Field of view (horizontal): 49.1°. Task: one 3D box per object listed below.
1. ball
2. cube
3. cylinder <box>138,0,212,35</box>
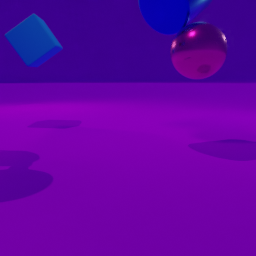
[{"bbox_3d":[1.391,-1.521,5.553,1.096,1.096,1.096,0,10,0],"label":"ball"},{"bbox_3d":[-2.855,-2.641,8.640,1.092,1.092,1.092,-34,11,4],"label":"cube"},{"bbox_3d":[1.037,-2.794,5.905,1.209,1.209,1.209,10,47,45],"label":"cylinder"}]
